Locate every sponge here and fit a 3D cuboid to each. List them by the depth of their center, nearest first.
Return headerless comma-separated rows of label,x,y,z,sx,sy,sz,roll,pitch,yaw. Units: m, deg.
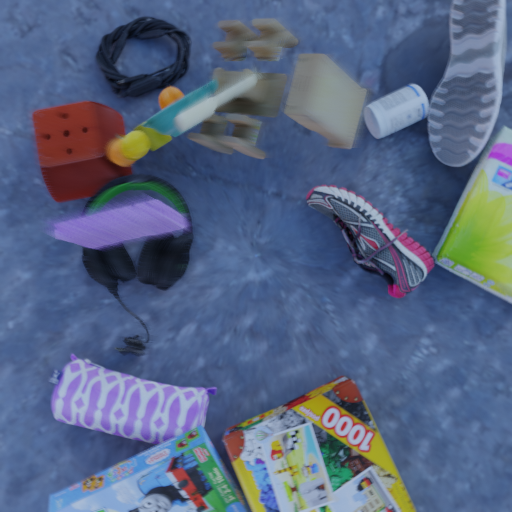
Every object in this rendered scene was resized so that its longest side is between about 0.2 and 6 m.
sponge,-1.745,-0.382,7.204,1.424,0.794,0.212,-12,78,11

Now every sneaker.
sneaker,1.781,-0.296,9.198,2.377,0.958,0.887,39,86,4
sneaker,3.775,-2.981,9.490,1.116,1.224,2.986,16,101,35

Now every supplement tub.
supplement tub,2.410,-2.489,9.657,0.953,0.629,0.629,-24,83,-3

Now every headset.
headset,-1.925,0.138,9.118,1.777,1.352,2.877,0,73,0

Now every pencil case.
pencil case,-1.959,2.332,8.859,2.464,1.034,1.053,15,52,1

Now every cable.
cable,-1.968,-3.580,9.961,1.672,0.425,1.364,-26,78,-1

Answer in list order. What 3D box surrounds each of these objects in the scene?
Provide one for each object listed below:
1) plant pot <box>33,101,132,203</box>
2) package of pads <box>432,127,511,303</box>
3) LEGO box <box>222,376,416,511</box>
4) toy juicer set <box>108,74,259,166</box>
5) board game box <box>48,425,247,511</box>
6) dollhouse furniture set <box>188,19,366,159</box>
plant pot,-2.944,-1.799,9.253,1.400,1.235,1.402,-11,83,-2
package of pads,4.353,-0.566,9.279,1.952,0.862,2.527,28,84,5
LEGO box,1.069,3.625,8.564,2.173,1.126,2.918,-25,83,-3
toy juicer set,-1.355,-2.108,8.410,1.628,2.559,0.696,-44,110,-44
board game box,-1.548,3.753,8.424,2.396,0.438,1.812,-24,120,-2
dollhouse furniture set,0.364,-2.538,9.097,2.257,1.499,1.978,16,91,35
